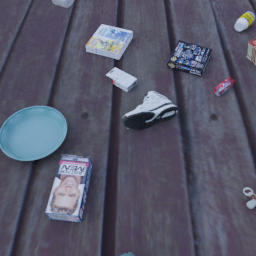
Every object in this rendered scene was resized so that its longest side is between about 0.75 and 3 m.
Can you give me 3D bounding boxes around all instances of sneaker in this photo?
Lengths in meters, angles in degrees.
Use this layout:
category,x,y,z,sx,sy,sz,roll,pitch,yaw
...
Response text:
category,x,y,z,sx,sy,sz,roll,pitch,yaw
sneaker,0.575,-0.630,9.380,1.941,0.732,1.117,-14,46,-20

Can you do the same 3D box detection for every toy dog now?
category,x,y,z,sx,sy,sz,roll,pitch,yaw
toy dog,3.618,1.881,7.674,0.903,0.435,0.596,-16,62,4

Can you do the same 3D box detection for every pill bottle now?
category,x,y,z,sx,sy,sz,roll,pitch,yaw
pill bottle,5.124,-4.668,12.346,0.546,0.546,0.972,34,61,23

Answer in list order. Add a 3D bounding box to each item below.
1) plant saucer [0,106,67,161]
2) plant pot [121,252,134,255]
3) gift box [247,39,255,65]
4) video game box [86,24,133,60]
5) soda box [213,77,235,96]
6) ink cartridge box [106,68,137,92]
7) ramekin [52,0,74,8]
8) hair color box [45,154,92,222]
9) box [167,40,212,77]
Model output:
category,x,y,z,sx,sy,sz,roll,pitch,yaw
plant saucer,-2.948,0.205,8.855,2.101,0.378,2.101,0,54,1
plant pot,0.077,3.403,6.167,1.032,1.032,1.011,-30,52,-20
gift box,5.283,-2.941,10.807,1.005,0.938,0.927,-24,54,2
video game box,-0.752,-3.625,11.690,1.474,0.379,1.617,15,55,14
soda box,3.486,-1.504,10.168,0.832,0.291,0.264,-35,61,-23
ink cartridge box,-0.251,-1.807,10.412,1.065,0.268,0.580,32,60,23
ramekin,-1.894,-4.144,8.545,0.442,0.949,0.949,28,57,-2
hair color box,-1.571,1.615,7.719,0.873,0.529,1.747,4,54,3
box,2.440,-2.780,11.074,1.426,0.357,1.437,19,56,14
